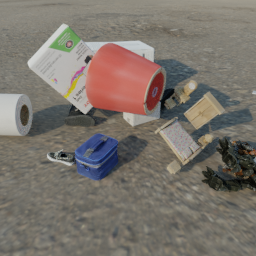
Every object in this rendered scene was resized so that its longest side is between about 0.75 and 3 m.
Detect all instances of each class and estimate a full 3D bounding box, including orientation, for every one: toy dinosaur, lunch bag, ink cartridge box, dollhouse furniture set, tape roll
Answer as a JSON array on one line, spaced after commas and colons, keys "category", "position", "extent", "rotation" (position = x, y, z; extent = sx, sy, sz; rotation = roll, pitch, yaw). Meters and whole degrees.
[{"category": "toy dinosaur", "position": [3.243, 1.103, 7.451], "extent": [1.943, 1.462, 2.863], "rotation": [11, 8, -12]}, {"category": "lunch bag", "position": [-0.930, 0.798, 8.199], "extent": [0.928, 0.904, 1.366], "rotation": [16, 35, 24]}, {"category": "ink cartridge box", "position": [-1.854, -1.994, 9.756], "extent": [1.824, 2.519, 1.058], "rotation": [-47, 33, 1]}, {"category": "dollhouse furniture set", "position": [1.633, -0.175, 8.213], "extent": [2.345, 1.145, 2.000], "rotation": [-32, 81, -38]}, {"category": "tape roll", "position": [-4.057, -0.456, 9.690], "extent": [1.001, 1.459, 1.459], "rotation": [2, 32, 3]}]

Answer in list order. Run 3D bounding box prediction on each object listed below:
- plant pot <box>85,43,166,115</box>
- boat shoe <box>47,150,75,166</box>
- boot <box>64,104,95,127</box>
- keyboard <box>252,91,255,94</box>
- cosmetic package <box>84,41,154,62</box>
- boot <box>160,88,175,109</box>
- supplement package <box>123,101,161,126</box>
[{"category": "plant pot", "position": [0.036, -1.350, 8.532], "extent": [1.841, 2.081, 2.081], "rotation": [21, 37, 22]}, {"category": "boat shoe", "position": [-2.082, 0.865, 8.632], "extent": [0.978, 0.334, 0.361], "rotation": [17, 36, 25]}, {"category": "boot", "position": [-1.732, -0.578, 10.882], "extent": [1.168, 0.465, 1.417], "rotation": [4, 28, 4]}, {"category": "keyboard", "position": [6.283, -1.503, 12.687], "extent": [1.196, 0.064, 0.337], "rotation": [17, 31, 25]}, {"category": "cosmetic package", "position": [-0.582, -2.971, 13.033], "extent": [2.922, 1.796, 2.912], "rotation": [-3, 24, -10]}, {"category": "boot", "position": [1.072, -1.307, 11.880], "extent": [1.431, 0.646, 1.747], "rotation": [12, 31, 30]}, {"category": "supplement package", "position": [0.531, -0.674, 10.700], "extent": [1.234, 0.739, 0.748], "rotation": [-17, 36, -25]}]
